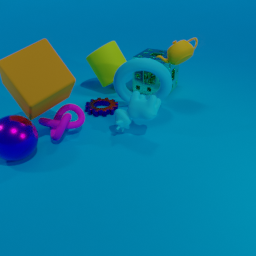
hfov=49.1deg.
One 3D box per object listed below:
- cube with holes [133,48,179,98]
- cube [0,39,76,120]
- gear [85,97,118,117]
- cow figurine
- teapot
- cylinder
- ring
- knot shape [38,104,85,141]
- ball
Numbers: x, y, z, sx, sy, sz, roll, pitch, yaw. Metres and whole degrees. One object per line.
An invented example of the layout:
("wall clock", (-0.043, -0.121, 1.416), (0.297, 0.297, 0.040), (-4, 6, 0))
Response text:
("cube with holes", (1.088, -2.139, 10.727), (1.372, 1.372, 1.372), (14, 33, 23))
("cube", (-2.409, -1.246, 7.459), (1.357, 1.357, 1.357), (-36, 1, -23))
("gear", (-0.884, -0.717, 9.469), (1.105, 0.204, 1.105), (0, 30, 0))
("cow figurine", (0.224, -0.391, 7.776), (1.226, 1.206, 0.673), (19, -3, 34))
("teapot", (1.649, -2.530, 9.298), (1.461, 0.716, 0.909), (-28, -4, 12))
("cylinder", (-0.723, -2.404, 10.581), (1.274, 1.274, 1.274), (-30, 11, 7))
("ring", (0.472, -1.429, 9.064), (1.900, 1.900, 0.380), (3, 48, 5))
("knot shape", (-1.975, -0.174, 8.010), (1.218, 0.601, 1.301), (-3, 31, 28))
("ball", (-2.801, 0.244, 6.891), (1.137, 1.137, 1.137), (0, 30, 0))
